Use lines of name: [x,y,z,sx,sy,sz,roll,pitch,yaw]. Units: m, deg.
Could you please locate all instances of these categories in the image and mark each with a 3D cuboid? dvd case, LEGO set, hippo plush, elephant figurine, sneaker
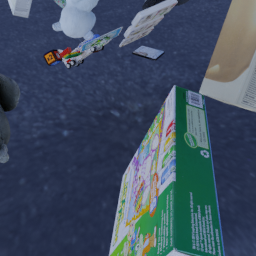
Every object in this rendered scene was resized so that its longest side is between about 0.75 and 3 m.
dvd case: [0.629,-2.312,8.637,0.835,0.073,0.596,23,46,24]
LEGO set: [-0.570,-2.118,6.371,2.892,2.160,0.710,-28,96,-11]
hippo plush: [-0.765,-2.364,5.379,1.257,1.269,1.578,8,31,-5]
elephant figurine: [-2.997,-0.658,5.514,1.680,2.166,1.532,8,14,-14]
sneaker: [1.072,-3.672,7.048,0.939,1.097,2.676,21,3,-18]

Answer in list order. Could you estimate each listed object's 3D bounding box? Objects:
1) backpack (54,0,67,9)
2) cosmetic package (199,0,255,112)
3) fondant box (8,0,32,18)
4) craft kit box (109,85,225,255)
backpack: [-2.038,-4.169,8.940,0.700,0.593,0.788,36,12,-13]
cosmetic package: [2.878,-1.921,6.332,1.543,2.933,1.043,10,12,-42]
fondant box: [-2.877,-3.992,7.572,0.447,1.533,1.106,-2,50,-36]
craft kit box: [0.371,1.091,4.119,0.617,2.511,2.543,17,42,-6]
